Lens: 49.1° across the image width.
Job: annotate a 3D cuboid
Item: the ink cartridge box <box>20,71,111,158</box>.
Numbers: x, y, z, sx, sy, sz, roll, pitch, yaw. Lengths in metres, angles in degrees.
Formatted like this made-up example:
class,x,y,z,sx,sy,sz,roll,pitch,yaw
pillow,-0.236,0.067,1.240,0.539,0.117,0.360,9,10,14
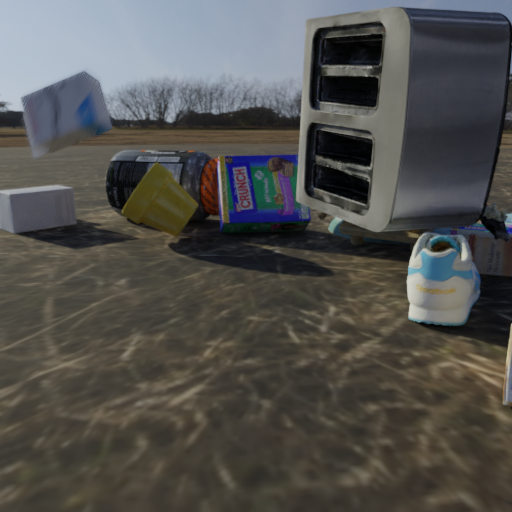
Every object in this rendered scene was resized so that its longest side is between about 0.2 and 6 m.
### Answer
class,x,y,z,sx,sy,sz,roll,pitch,yaw
ink cartridge box,-2.104,-1.481,5.961,0.986,0.571,0.329,-18,-6,12

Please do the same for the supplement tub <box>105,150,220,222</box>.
class,x,y,z,sx,sy,sz,roll,pitch,yaw
supplement tub,-1.950,-1.603,12.787,2.597,1.591,1.591,5,15,19

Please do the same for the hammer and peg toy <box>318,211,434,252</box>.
class,x,y,z,sx,sy,sz,roll,pitch,yaw
hammer and peg toy,2.274,-0.819,10.462,2.321,0.819,1.707,9,41,34

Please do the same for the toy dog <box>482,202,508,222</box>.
class,x,y,z,sx,sy,sz,roll,pitch,yaw
toy dog,3.669,-0.656,8.808,0.427,0.414,0.298,29,46,3

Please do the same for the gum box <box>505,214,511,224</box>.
class,x,y,z,sx,sy,sz,roll,pitch,yaw
gum box,5.805,-0.588,11.293,1.295,0.340,1.524,-10,17,-34

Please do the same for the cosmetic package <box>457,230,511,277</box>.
class,x,y,z,sx,sy,sz,roll,pitch,yaw
cosmetic package,3.650,-0.032,8.514,1.201,0.621,0.524,4,12,21

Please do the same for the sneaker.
class,x,y,z,sx,sy,sz,roll,pitch,yaw
sneaker,2.451,0.137,7.203,0.878,0.927,2.294,3,14,19

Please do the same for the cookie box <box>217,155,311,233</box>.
class,x,y,z,sx,sy,sz,roll,pitch,yaw
cookie box,0.125,-1.279,11.552,1.783,1.525,0.670,-3,-18,-7

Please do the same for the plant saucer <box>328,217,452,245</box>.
class,x,y,z,sx,sy,sz,roll,pitch,yaw
plant saucer,2.877,-0.694,11.719,2.700,0.370,2.700,1,14,0

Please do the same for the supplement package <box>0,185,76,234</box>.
class,x,y,z,sx,sy,sz,roll,pitch,yaw
supplement package,-4.722,-1.028,12.039,1.388,0.841,0.831,-13,19,-43

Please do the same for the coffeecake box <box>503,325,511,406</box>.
class,x,y,z,sx,sy,sz,roll,pitch,yaw
coffeecake box,3.302,0.839,4.693,2.081,0.760,1.597,8,16,29

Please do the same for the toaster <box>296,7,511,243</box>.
class,x,y,z,sx,sy,sz,roll,pitch,yaw
toaster,2.076,-1.994,8.402,1.985,3.025,3.345,-8,21,-26

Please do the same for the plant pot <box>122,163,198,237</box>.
class,x,y,z,sx,sy,sz,roll,pitch,yaw
plant pot,-1.789,-0.999,10.834,1.136,1.208,1.208,34,11,-9

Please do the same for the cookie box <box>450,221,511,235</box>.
class,x,y,z,sx,sy,sz,roll,pitch,yaw
cookie box,4.071,-0.313,9.943,1.040,0.457,1.216,10,17,29
